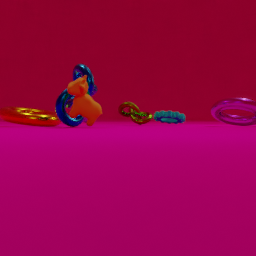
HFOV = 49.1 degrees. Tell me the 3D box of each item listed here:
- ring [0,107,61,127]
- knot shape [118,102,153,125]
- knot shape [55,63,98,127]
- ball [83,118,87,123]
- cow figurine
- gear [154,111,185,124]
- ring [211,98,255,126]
[{"bbox_3d":[-3.336,-0.407,9.670,2.094,0.419,2.094,8,7,-1],"label":"ring"},{"bbox_3d":[0.325,-0.557,11.467,1.406,0.650,1.316,28,2,10],"label":"knot shape"},{"bbox_3d":[-1.512,-0.999,8.633,0.856,1.854,1.734,23,6,-3],"label":"knot shape"},{"bbox_3d":[-1.560,-0.611,10.825,0.842,0.842,0.842,0,1,0],"label":"ball"},{"bbox_3d":[-1.148,-0.748,7.589,1.189,1.170,0.653,28,26,-18],"label":"cow figurine"},{"bbox_3d":[1.707,-0.428,11.552,1.266,0.234,1.266,7,-11,1],"label":"gear"},{"bbox_3d":[3.907,-0.543,9.949,1.870,0.374,1.870,13,-17,4],"label":"ring"}]
